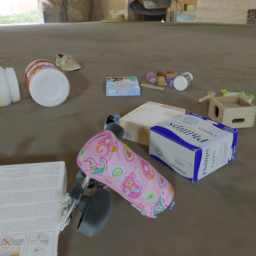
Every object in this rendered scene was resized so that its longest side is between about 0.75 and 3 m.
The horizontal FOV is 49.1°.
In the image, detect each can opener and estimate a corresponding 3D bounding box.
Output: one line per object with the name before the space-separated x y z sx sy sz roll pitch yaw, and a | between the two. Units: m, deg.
can opener | -0.595 0.927 5.579 0.909 0.720 2.735 28 38 -5

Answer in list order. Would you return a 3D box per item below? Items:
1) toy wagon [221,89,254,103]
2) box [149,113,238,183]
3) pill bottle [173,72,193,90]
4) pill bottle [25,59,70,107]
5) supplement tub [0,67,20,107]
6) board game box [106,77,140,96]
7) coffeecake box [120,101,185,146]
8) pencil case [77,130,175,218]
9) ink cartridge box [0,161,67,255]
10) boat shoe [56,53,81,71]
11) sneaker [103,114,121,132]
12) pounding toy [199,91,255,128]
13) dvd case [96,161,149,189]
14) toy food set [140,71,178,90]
toy wagon | 4.503 -1.310 11.815 1.089 0.278 1.403 -12 28 -24
box | 1.720 0.414 7.474 1.741 0.913 1.601 -20 32 -33
pill bottle | 2.650 -2.250 13.315 0.673 0.673 1.157 13 30 26
pill bottle | -3.521 -2.033 11.858 1.540 1.540 2.745 -11 28 -22
supplement tub | -5.435 -1.512 10.714 2.182 1.582 1.582 -14 29 -27
board game box | -0.257 -1.978 13.094 1.496 0.362 1.978 -1 26 -3
coffeecake box | 0.818 -0.167 8.966 1.410 0.671 1.836 15 30 29
pencil case | 0.026 0.905 5.133 0.878 2.008 0.878 -28 37 24
ink cartridge box | -2.266 1.809 5.236 2.105 0.655 2.616 -3 43 -7
boat shoe | -3.675 -3.983 16.754 0.880 0.796 2.468 -20 32 -36
sneaker | -0.462 -0.201 9.189 0.474 0.544 1.210 6 26 11
pounding toy | 3.208 -0.647 9.789 1.588 0.827 1.807 -4 26 -7
dvd case | -0.119 1.054 6.031 1.174 0.094 0.873 -25 -12 -9
toy food set | 1.894 -2.619 14.326 1.794 0.444 2.822 17 30 31
